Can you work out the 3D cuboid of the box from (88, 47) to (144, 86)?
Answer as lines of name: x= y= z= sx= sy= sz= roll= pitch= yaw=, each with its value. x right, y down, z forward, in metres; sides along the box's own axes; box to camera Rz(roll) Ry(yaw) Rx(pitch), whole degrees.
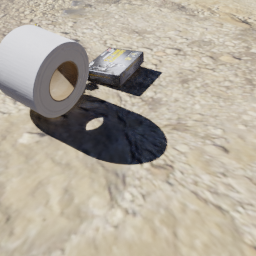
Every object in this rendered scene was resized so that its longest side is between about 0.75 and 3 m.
box: x=-0.479 y=-2.247 z=10.016 sx=1.478 sy=0.451 sz=1.866 roll=15 pitch=44 yaw=25

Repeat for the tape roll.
tape roll: x=-2.358 y=-1.583 z=7.924 sx=1.529 sy=2.227 sz=2.227 roll=26 pitch=47 yaw=22

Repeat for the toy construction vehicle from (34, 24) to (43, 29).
toy construction vehicle: x=-3.140 y=-2.428 z=9.497 sx=0.636 sy=1.571 sz=1.805 roll=-1 pitch=60 yaw=50
